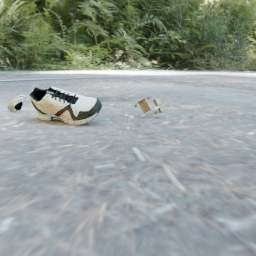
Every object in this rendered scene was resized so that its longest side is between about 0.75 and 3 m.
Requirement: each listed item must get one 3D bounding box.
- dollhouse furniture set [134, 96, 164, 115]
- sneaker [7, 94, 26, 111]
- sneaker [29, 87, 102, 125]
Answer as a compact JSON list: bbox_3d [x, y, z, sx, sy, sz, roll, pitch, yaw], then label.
[{"bbox_3d":[0.696,-0.657,9.052,0.774,0.660,0.378,-28,-2,30],"label":"dollhouse furniture set"},{"bbox_3d":[-3.982,-0.782,9.825,0.939,0.354,0.540,-31,37,27],"label":"sneaker"},{"bbox_3d":[-1.881,-0.697,8.111,2.361,0.944,0.870,2,47,22],"label":"sneaker"}]
